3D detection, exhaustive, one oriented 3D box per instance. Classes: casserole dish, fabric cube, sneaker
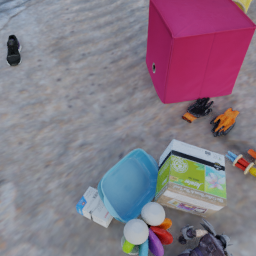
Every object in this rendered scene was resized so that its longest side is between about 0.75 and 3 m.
[{"bbox_3d":[0.043,1.372,6.807,1.270,0.407,2.096,57,43,-3],"label":"casserole dish"},{"bbox_3d":[2.108,-2.683,9.263,2.573,2.564,2.524,-9,52,-7],"label":"fabric cube"},{"bbox_3d":[-4.460,-3.010,10.749,0.571,0.661,1.509,-12,51,-9],"label":"sneaker"}]

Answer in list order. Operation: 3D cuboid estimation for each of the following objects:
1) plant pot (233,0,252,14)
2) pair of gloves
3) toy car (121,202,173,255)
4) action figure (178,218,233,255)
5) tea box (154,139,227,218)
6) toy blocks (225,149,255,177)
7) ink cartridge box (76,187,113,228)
[{"bbox_3d":[4.497,-5.742,12.227,2.131,2.131,2.005,12,66,10],"label":"plant pot"},{"bbox_3d":[2.631,-0.376,8.875,1.517,0.188,1.351,31,56,26],"label":"pair of gloves"},{"bbox_3d":[0.464,2.323,6.052,0.927,1.082,1.236,39,54,23],"label":"toy car"},{"bbox_3d":[1.381,2.810,5.954,2.130,0.739,1.386,-22,47,-21],"label":"action figure"},{"bbox_3d":[1.520,1.244,6.853,1.421,0.950,1.398,17,52,-6],"label":"tea box"},{"bbox_3d":[3.346,0.877,7.715,0.901,0.393,1.081,-33,55,-25],"label":"toy blocks"},{"bbox_3d":[-0.726,1.926,6.847,0.872,0.367,0.636,23,49,17],"label":"ink cartridge box"}]
